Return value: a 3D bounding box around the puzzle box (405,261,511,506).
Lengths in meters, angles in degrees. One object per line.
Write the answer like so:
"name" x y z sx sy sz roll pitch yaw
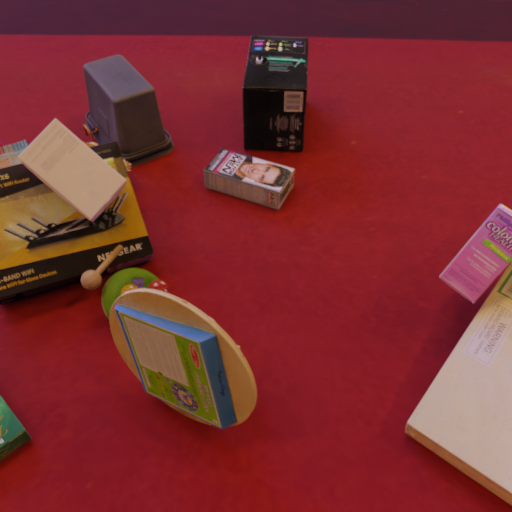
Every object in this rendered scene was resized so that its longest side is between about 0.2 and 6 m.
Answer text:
"puzzle box" 4.437 1.574 7.928 2.816 0.538 4.232 31 68 26

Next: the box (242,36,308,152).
"box" 0.454 -3.660 12.548 1.376 1.645 2.214 3 48 3

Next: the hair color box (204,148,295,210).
"hair color box" -0.138 -1.585 11.436 1.670 0.506 0.827 19 50 16

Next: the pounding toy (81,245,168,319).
"pounding toy" -1.959 0.515 8.968 1.420 0.659 1.096 46 53 -6

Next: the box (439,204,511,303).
"box" 3.515 -0.063 8.492 0.638 1.320 1.161 39 21 16

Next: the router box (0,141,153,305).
"router box" -3.405 -0.594 9.709 2.731 0.713 2.147 -18 83 -16

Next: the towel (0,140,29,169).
"towel" -5.251 -1.748 11.794 1.386 0.205 1.890 -23 52 -21

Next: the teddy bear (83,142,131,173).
"teddy bear" -3.432 -1.333 10.978 1.642 0.756 2.265 19 57 -14

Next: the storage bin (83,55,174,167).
"storage bin" -3.015 -3.251 12.280 1.651 1.524 2.269 -25 52 -21

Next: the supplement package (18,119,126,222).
"supplement package" -2.912 -1.326 8.992 1.426 0.854 0.865 42 80 -11

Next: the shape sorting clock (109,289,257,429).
"shape sorting clock" -1.003 1.387 7.492 2.343 2.343 0.460 27 46 22

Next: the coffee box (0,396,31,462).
"coffee box" -4.023 2.338 7.972 1.536 0.338 0.944 35 57 28
